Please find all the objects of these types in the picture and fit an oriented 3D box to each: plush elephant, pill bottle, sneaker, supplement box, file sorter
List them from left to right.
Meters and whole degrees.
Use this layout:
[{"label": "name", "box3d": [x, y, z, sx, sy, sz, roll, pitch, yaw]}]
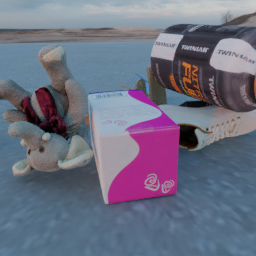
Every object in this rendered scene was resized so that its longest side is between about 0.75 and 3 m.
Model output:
[{"label": "plush elephant", "box3d": [-1.315, 0.010, 4.430, 1.577, 1.915, 1.483, -18, 40, 19]}, {"label": "supplement box", "box3d": [-0.037, 0.144, 4.881, 1.135, 1.160, 2.244, -5, 20, -10]}, {"label": "file sorter", "box3d": [0.382, -1.340, 9.269, 0.590, 0.667, 0.961, 32, 12, -26]}, {"label": "sneaker", "box3d": [1.692, 0.088, 5.874, 2.441, 0.889, 1.033, -2, 41, -5]}, {"label": "pill bottle", "box3d": [1.853, -1.222, 5.524, 1.540, 1.540, 2.900, -12, 24, -29]}]

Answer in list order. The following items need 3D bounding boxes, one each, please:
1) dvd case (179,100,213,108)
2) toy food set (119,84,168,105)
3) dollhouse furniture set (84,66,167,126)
[{"label": "dvd case", "box3d": [2.045, -0.440, 6.942, 1.881, 0.233, 1.414, -4, -9, -11]}, {"label": "toy food set", "box3d": [0.431, -0.784, 8.005, 1.272, 0.370, 1.843, 21, 4, 18]}, {"label": "dollhouse furniture set", "box3d": [-0.129, -0.835, 6.984, 1.582, 1.289, 1.505, 10, 29, 39]}]
